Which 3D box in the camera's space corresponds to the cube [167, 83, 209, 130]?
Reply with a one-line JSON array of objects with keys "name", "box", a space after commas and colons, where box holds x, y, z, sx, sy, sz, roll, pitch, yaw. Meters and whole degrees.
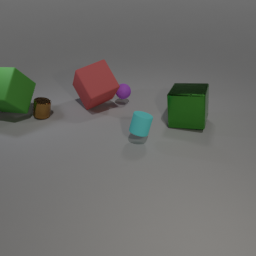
[{"name": "cube", "box": [2.390, -0.891, 11.032, 1.400, 1.400, 1.400, 4, 28, 20]}]

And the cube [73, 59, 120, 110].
[{"name": "cube", "box": [-1.415, -1.849, 12.136, 1.400, 1.400, 1.400, -27, -7, -22]}]

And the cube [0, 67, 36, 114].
[{"name": "cube", "box": [-4.842, -1.496, 11.272, 1.400, 1.400, 1.400, 5, 74, 20]}]

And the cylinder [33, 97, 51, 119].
[{"name": "cylinder", "box": [-3.599, -0.836, 11.714, 0.700, 0.700, 0.700, 11, 27, -6]}]

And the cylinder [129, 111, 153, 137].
[{"name": "cylinder", "box": [0.449, -0.151, 9.756, 0.700, 0.700, 0.700, 13, 20, -5]}]

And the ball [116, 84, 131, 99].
[{"name": "ball", "box": [-0.216, -1.662, 12.691, 0.700, 0.700, 0.700, 0, 29, 0]}]
